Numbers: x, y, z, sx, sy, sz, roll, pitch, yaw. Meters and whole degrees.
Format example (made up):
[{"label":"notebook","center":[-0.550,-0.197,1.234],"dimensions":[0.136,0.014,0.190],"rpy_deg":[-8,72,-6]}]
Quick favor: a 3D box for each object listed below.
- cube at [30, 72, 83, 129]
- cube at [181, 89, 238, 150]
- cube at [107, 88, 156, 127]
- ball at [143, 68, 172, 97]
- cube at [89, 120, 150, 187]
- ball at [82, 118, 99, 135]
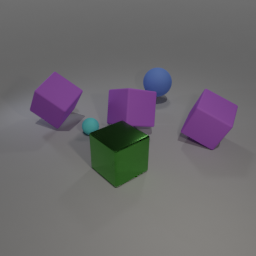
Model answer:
[{"label":"cube","center":[-2.943,-1.129,11.483],"dimensions":[1.400,1.400,1.400],"rpy_deg":[34,51,-5]},{"label":"cube","center":[3.057,-0.334,10.555],"dimensions":[1.400,1.400,1.400],"rpy_deg":[30,45,5]},{"label":"cube","center":[0.134,-0.798,11.194],"dimensions":[1.400,1.400,1.400],"rpy_deg":[2,3,-37]},{"label":"ball","center":[1.440,-2.240,13.711],"dimensions":[1.400,1.400,1.400],"rpy_deg":[0,30,0]},{"label":"cube","center":[-0.281,0.796,9.184],"dimensions":[1.400,1.400,1.400],"rpy_deg":[-22,37,-34]},{"label":"ball","center":[-1.523,-0.071,11.388],"dimensions":[0.700,0.700,0.700],"rpy_deg":[0,30,0]}]
